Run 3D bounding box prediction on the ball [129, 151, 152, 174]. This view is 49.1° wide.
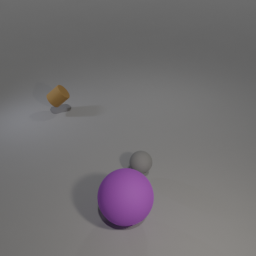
[{"bbox_3d":[0.394,1.041,8.556,0.700,0.700,0.700,0,32,0],"label":"ball"}]

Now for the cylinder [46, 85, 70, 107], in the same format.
[{"bbox_3d":[-2.958,-1.349,11.869,0.700,0.700,0.700,-36,27,17],"label":"cylinder"}]

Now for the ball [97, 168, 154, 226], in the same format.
[{"bbox_3d":[-0.059,1.708,6.971,1.400,1.400,1.400,0,32,0],"label":"ball"}]
